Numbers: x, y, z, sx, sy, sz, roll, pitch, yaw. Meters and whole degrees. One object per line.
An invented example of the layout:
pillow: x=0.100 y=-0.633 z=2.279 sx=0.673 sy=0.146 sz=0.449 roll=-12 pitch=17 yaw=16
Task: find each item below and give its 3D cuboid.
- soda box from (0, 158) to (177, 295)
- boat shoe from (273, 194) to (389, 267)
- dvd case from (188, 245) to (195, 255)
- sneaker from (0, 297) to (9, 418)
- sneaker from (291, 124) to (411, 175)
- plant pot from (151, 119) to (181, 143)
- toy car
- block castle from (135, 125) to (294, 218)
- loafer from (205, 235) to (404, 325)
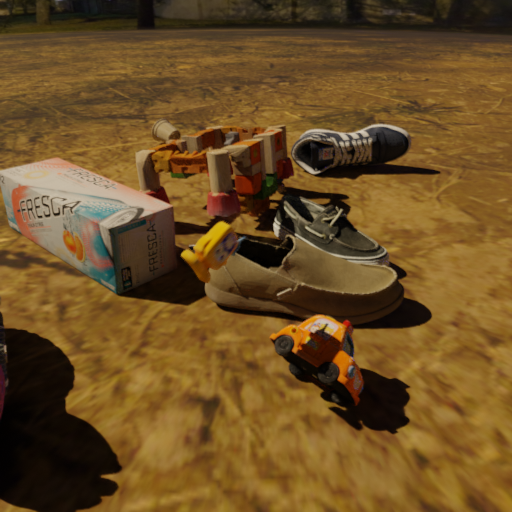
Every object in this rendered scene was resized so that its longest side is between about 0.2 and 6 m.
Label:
soda box: x=-3.173 y=-0.710 z=10.261 sx=3.897 sy=1.239 sz=1.333 roll=23 pitch=35 yaw=38
boat shoe: x=1.259 y=-0.458 z=10.126 sx=2.556 sy=0.906 sz=0.921 roll=24 pitch=36 yaw=38
dvd case: x=-0.596 y=-0.134 z=9.732 sx=1.061 sy=0.175 sz=1.412 roll=-5 pitch=3 yaw=-10
sneaker: x=-3.595 y=1.267 z=6.671 sx=1.279 sy=1.185 sz=3.172 roll=-24 pitch=18 yaw=-13
sneaker: x=2.327 y=-2.674 z=14.172 sx=2.961 sy=1.038 sz=1.606 roll=4 pitch=22 yaw=22
plant pot: x=-2.560 y=-3.530 z=16.241 sx=0.638 sy=0.697 sz=0.697 roll=34 pitch=42 yaw=30
toy car: x=0.441 y=0.631 z=6.428 sx=0.873 sy=2.624 sz=1.287 roll=-50 pitch=34 yaw=-17
block castle: x=-0.730 y=-1.721 z=11.891 sx=2.290 sy=1.608 sz=3.427 roll=5 pitch=23 yaw=25
loafer: x=0.719 y=0.305 z=8.526 sx=3.077 sy=1.038 sz=1.170 roll=2 pitch=28 yaw=4
